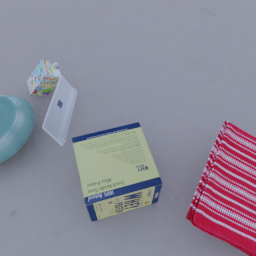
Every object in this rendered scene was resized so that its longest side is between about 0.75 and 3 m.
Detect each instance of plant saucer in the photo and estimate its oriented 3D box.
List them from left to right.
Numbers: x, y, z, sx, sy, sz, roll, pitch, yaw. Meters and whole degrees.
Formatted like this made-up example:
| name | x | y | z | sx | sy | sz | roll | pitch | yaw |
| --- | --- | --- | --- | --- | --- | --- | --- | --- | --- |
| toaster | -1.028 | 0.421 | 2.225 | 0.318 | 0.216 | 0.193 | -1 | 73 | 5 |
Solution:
| name | x | y | z | sx | sy | sz | roll | pitch | yaw |
| --- | --- | --- | --- | --- | --- | --- | --- | --- | --- |
| plant saucer | -3.481 | -0.059 | 7.026 | 2.241 | 0.403 | 2.241 | -6 | 55 | 9 |

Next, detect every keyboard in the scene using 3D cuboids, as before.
| name | x | y | z | sx | sy | sz | roll | pitch | yaw |
| --- | --- | --- | --- | --- | --- | --- | --- | --- | --- |
| keyboard | -1.603 | -0.512 | 6.803 | 0.122 | 0.643 | 2.285 | -33 | 32 | 22 |

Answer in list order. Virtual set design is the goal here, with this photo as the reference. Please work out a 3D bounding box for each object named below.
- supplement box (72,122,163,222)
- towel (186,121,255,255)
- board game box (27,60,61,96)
| name | x | y | z | sx | sy | sz | roll | pitch | yaw |
| --- | --- | --- | --- | --- | --- | --- | --- | --- | --- |
| supplement box | -0.275 | 0.971 | 6.355 | 1.626 | 1.091 | 1.624 | -14 | 57 | -9 |
| towel | 2.407 | 1.237 | 5.872 | 1.800 | 0.280 | 2.490 | 30 | 67 | -4 |
| board game box | -2.382 | -1.385 | 7.930 | 0.511 | 0.991 | 0.520 | -1 | 63 | -43 |
